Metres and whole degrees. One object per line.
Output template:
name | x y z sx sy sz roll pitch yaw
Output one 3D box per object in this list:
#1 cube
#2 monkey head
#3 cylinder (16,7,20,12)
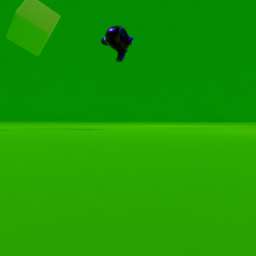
cube | -2.504 -2.688 7.428 0.914 0.914 0.914 30 -40 -22
monkey head | -0.325 -2.399 7.937 0.770 0.919 1.277 20 -7 -28
cylinder | -2.859 -3.217 8.357 0.716 0.716 0.716 0 8 12
